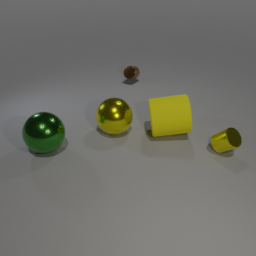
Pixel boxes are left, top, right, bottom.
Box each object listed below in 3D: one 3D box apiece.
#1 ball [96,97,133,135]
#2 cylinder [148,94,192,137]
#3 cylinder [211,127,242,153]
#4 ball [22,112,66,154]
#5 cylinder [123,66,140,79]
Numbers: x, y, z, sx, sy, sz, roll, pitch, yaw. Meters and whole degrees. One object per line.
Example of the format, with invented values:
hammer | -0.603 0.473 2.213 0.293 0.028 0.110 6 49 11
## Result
ball | -0.512 -0.445 10.494 1.400 1.400 1.400 0 30 0
cylinder | 1.510 -0.446 10.199 1.400 1.400 1.400 -7 30 4
cylinder | 3.251 0.411 9.273 0.700 0.700 0.700 -23 -7 -34
ball | -2.815 0.155 9.411 1.400 1.400 1.400 0 30 0
cylinder | 0.201 -2.990 15.107 0.700 0.700 0.700 12 16 20
